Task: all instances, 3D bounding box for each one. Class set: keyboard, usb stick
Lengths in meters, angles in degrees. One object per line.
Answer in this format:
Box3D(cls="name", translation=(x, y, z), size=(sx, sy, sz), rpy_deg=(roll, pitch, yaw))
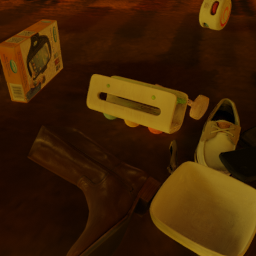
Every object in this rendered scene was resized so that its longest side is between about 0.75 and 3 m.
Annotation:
Box3D(cls="keyboard", translation=(3.047, 0.740, 5.287), size=(2.378, 0.471, 1.238), rpy_deg=(-9, 28, -5))
Box3D(cls="usb stick", translation=(3.431, 0.911, 5.440), size=(0.831, 0.489, 2.998), rpy_deg=(-14, 39, -19))

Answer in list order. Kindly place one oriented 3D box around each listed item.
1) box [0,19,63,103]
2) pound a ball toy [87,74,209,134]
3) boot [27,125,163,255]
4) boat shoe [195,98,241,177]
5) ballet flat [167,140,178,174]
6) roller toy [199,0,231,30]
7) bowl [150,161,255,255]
Box3D(cls="box", translation=(-2.771, -2.200, 8.633), size=(0.582, 1.670, 2.805), rpy_deg=(10, 38, 12))
Box3D(cls="pound a ball toy", translation=(0.519, -0.550, 7.154), size=(2.642, 1.122, 1.723), rpy_deg=(19, 15, 23))
Box3D(cls="boot", translation=(-1.014, 0.945, 4.805), size=(2.578, 0.828, 2.403), rpy_deg=(32, 33, 20))
Box3D(cls="boat shoe", translation=(1.991, 0.177, 6.160), size=(0.861, 0.788, 2.304), rpy_deg=(10, 40, 11))
Box3D(cls="ballet flat", translation=(0.954, 0.612, 6.019), size=(0.226, 0.328, 0.974), rpy_deg=(2, 42, 7))
Box3D(cls="roller toy", translation=(4.051, -5.441, 13.143), size=(1.109, 1.588, 1.448), rpy_deg=(24, 55, 29))
Box3D(cls="bowl", translation=(1.287, 1.420, 4.679), size=(1.567, 0.586, 1.569), rpy_deg=(23, 41, 28))
